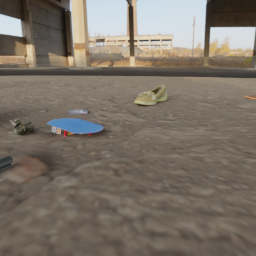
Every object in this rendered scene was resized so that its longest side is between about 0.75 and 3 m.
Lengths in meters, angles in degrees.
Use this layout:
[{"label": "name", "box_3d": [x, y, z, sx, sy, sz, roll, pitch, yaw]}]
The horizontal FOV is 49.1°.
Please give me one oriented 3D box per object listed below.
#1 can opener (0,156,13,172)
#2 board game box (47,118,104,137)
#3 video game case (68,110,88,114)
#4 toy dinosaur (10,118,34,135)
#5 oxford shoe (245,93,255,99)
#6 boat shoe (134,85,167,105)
[{"label": "can opener", "box_3d": [-2.919, 0.951, 5.882, 0.413, 0.327, 1.244, 39, 26, 7]}, {"label": "board game box", "box_3d": [-1.663, 0.063, 8.960, 1.763, 0.343, 1.393, 16, 17, 31]}, {"label": "video game case", "box_3d": [-2.157, -0.700, 12.160, 0.832, 0.079, 0.595, -2, 16, -10]}, {"label": "toy dinosaur", "box_3d": [-3.369, 0.054, 8.941, 0.642, 0.483, 1.255, -17, 26, -16]}, {"label": "oxford shoe", "box_3d": [7.176, -1.854, 15.548, 1.326, 0.483, 0.473, 4, 16, 13]}, {"label": "boat shoe", "box_3d": [1.195, -1.670, 14.250, 0.945, 0.815, 2.590, 12, 20, 37]}]
